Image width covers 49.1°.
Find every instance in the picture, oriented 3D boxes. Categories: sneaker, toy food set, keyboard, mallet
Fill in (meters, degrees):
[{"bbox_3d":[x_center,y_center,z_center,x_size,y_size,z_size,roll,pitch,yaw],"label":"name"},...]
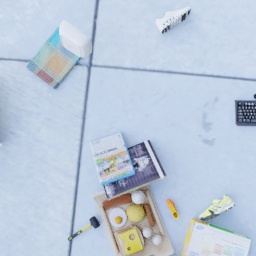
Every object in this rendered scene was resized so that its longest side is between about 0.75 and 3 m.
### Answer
[{"bbox_3d":[3.290,3.037,10.585,1.437,0.542,0.549,-25,65,-6],"label":"sneaker"},{"bbox_3d":[0.165,3.499,10.267,2.143,0.902,2.986,-20,84,-2],"label":"toy food set"},{"bbox_3d":[5.441,-0.792,11.069,2.395,0.307,1.438,1,83,-1],"label":"keyboard"},{"bbox_3d":[-1.651,3.903,10.586,1.342,0.276,0.442,-41,89,1],"label":"mallet"},{"bbox_3d":[1.711,3.059,10.624,0.297,0.313,0.813,-29,83,-2],"label":"sneaker"},{"bbox_3d":[1.844,-4.522,11.377,1.579,0.593,0.640,-33,76,-4],"label":"sneaker"}]

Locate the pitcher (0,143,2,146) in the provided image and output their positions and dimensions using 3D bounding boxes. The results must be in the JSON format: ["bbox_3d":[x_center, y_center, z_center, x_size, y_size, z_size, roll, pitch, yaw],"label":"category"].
[{"bbox_3d":[-6.266,-0.516,10.249,2.562,1.810,2.986,-13,91,-16],"label":"pitcher"}]

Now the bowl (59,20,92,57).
[{"bbox_3d":[-1.881,-3.024,9.811,1.246,1.247,0.466,34,75,1],"label":"bowl"}]

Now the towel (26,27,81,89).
[{"bbox_3d":[-2.882,-2.854,11.331,1.575,0.233,2.148,37,85,5],"label":"towel"}]

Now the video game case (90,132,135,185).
[{"bbox_3d":[-0.611,1.109,10.540,1.313,0.163,1.835,-18,59,-2],"label":"video game case"}]

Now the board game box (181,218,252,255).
[{"bbox_3d":[3.008,5.082,10.248,2.209,0.582,2.887,18,84,2],"label":"board game box"}]

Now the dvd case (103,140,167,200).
[{"bbox_3d":[0.065,1.508,10.439,2.279,0.182,1.694,-21,54,-3],"label":"dvd case"}]
